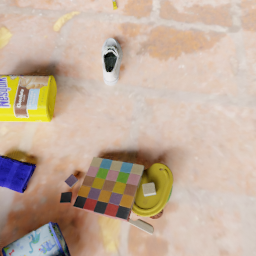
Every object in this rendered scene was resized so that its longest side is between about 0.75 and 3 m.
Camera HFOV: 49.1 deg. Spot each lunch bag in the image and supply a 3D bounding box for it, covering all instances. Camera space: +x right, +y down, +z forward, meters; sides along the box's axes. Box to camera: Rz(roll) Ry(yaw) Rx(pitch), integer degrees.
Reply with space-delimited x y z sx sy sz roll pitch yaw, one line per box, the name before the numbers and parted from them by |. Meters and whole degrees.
lunch bag | -2.243 3.540 7.305 1.420 1.064 1.670 -27 73 -9

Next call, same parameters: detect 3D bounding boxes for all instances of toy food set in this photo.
toy food set | 0.689 2.096 8.355 1.232 0.684 2.095 7 56 32

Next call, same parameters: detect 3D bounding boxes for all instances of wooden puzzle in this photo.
wooden puzzle | -0.577 1.772 8.442 2.915 0.205 1.729 8 57 20

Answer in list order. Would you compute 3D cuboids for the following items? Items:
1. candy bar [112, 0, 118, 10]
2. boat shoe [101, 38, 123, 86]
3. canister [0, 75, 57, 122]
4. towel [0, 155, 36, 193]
candy bar | -0.632 -5.749 12.902 0.207 0.092 0.831 -13 62 4
boat shoe | -0.603 -2.778 10.886 0.854 0.775 2.322 -5 61 -3
canister | -3.871 -1.053 9.801 2.455 1.062 1.823 1 61 -1
towel | -3.711 1.410 8.841 1.336 0.331 0.986 14 61 8
